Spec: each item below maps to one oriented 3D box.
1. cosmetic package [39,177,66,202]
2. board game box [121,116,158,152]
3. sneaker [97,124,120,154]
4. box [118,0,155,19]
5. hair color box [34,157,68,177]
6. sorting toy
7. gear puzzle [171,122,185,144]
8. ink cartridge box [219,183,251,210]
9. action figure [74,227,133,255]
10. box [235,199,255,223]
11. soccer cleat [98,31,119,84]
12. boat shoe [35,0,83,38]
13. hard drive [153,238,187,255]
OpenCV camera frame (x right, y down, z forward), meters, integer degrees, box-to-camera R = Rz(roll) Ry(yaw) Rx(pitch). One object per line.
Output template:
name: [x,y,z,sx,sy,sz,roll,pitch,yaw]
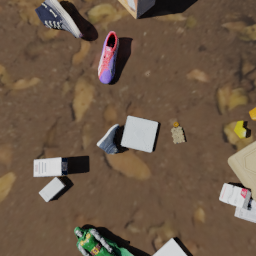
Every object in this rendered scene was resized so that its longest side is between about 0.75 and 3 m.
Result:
cosmetic package: [-2.459,1.996,9.135,0.758,0.307,0.428,-41,83,-8]
board game box: [0.390,0.209,9.535,1.058,0.137,1.058,13,81,3]
sneaker: [-0.452,0.421,9.337,0.725,0.381,1.003,41,92,17]
box: [0.215,-4.943,9.603,0.954,1.795,1.367,-40,82,-7]
hair color box: [-2.491,1.270,9.016,1.135,0.343,0.568,-7,79,25]
sorting toy: [4.317,0.853,8.788,2.187,0.393,2.935,-37,61,15]
gear puzzle: [1.677,0.155,9.576,0.393,0.099,0.760,-11,77,0]
ink cartridge box: [3.390,2.156,8.870,0.331,0.795,0.577,30,78,-38]
action figure: [-0.768,3.951,8.649,2.414,0.660,1.426,40,85,10]
box: [4.122,2.683,8.982,1.183,0.356,0.690,14,80,3]
soccer cleat: [-0.684,-2.444,9.735,0.621,0.667,1.822,10,80,2]
boat shoe: [-2.493,-3.763,10.019,0.914,0.736,1.971,-38,76,2]
hard drive: [1.177,4.311,8.777,1.418,0.186,0.935,-40,82,-7]
